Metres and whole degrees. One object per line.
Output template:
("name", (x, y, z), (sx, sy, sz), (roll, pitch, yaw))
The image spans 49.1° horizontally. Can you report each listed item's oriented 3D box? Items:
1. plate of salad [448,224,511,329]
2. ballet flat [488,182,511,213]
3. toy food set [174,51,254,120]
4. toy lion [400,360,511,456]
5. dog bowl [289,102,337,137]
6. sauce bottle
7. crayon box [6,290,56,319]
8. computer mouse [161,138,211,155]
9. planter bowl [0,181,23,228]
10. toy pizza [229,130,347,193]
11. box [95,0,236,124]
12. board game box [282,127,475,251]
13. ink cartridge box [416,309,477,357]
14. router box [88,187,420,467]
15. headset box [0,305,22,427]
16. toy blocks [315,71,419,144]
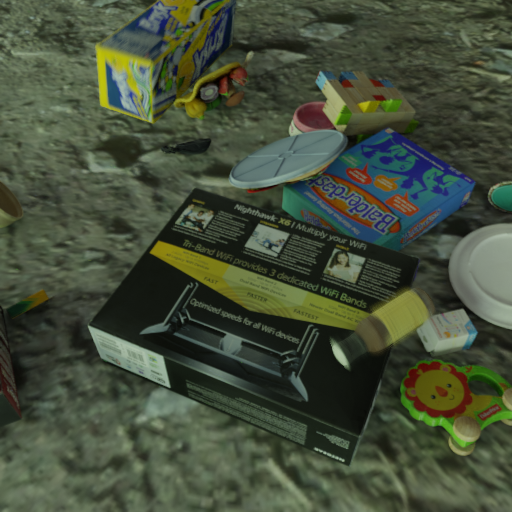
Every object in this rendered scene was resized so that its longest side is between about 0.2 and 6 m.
("plate of salad", (4.779, 0.391, 10.353), (2.349, 0.564, 2.349), (-6, 54, 8))
("ballet flat", (5.772, -1.243, 11.804), (1.964, 0.743, 0.628), (4, 19, -2))
("toy food set", (-0.845, -4.025, 13.791), (2.378, 1.399, 0.777), (-35, 94, -20))
("toy lion", (3.181, 2.215, 8.866), (1.600, 0.549, 1.533), (-21, 45, -18))
("dog bowl", (1.494, -3.164, 13.446), (1.404, 0.518, 1.404), (0, 49, 0))
("sauce bottle", (1.841, 1.041, 8.168), (1.626, 0.526, 0.526), (-27, 54, -17))
("crayon box", (-4.023, 0.831, 9.994), (0.818, 0.514, 0.211), (-30, 97, -25))
("computer mouse", (-1.562, -2.459, 12.908), (1.159, 0.306, 0.803), (-17, 19, -21))
("planter bowl", (-5.433, -0.999, 11.276), (0.795, 1.181, 1.181), (-36, 54, 5))
("toy pizza", (0.691, -1.976, 11.938), (2.639, 0.418, 2.639), (-18, 25, 9))
("box", (-2.136, -5.419, 14.386), (1.520, 1.657, 4.729), (22, 48, 10))
("board game box", (2.525, -1.269, 11.665), (3.198, 0.719, 2.432), (-32, 56, -25))
("ink cartridge box", (3.224, 1.325, 9.565), (0.809, 0.507, 0.520), (-11, 50, -10))
("router box", (0.094, 0.904, 9.479), (4.472, 1.168, 3.516), (19, 52, 16))
("headset box", (-4.918, 1.852, 8.787), (1.917, 0.995, 2.576), (-19, 53, -16))
("toy blocks", (2.495, -3.679, 13.264), (2.500, 1.249, 1.709), (-9, 54, -28))
